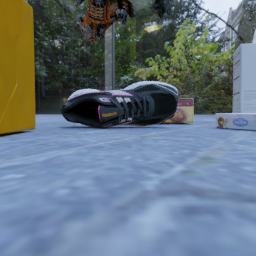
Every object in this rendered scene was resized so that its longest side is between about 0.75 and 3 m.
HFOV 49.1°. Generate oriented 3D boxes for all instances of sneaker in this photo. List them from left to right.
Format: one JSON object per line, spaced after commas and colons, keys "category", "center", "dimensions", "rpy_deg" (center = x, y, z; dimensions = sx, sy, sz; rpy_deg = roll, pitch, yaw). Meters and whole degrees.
{"category": "sneaker", "center": [-0.239, -0.418, 6.914], "dimensions": [2.987, 1.200, 1.289], "rpy_deg": [-7, 15, 12]}

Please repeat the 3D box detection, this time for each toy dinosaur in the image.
{"category": "toy dinosaur", "center": [-0.050, -3.197, 6.056], "dimensions": [2.033, 1.530, 2.995], "rpy_deg": [-9, -18, -39]}

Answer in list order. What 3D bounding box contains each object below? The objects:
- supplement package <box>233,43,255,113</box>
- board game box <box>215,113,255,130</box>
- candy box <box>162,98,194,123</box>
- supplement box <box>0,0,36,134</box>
{"category": "supplement package", "center": [4.294, -1.392, 9.169], "dimensions": [1.467, 2.509, 1.472], "rpy_deg": [1, 3, 12]}
{"category": "board game box", "center": [3.298, -0.158, 6.416], "dimensions": [1.789, 0.369, 1.793], "rpy_deg": [-2, 4, -32]}
{"category": "candy box", "center": [1.239, -0.611, 10.267], "dimensions": [1.745, 0.844, 2.990], "rpy_deg": [0, 2, 2]}
{"category": "supplement box", "center": [-3.221, -1.150, 5.002], "dimensions": [2.536, 2.502, 1.684], "rpy_deg": [0, 3, 3]}
